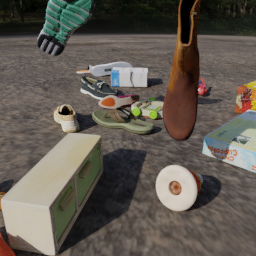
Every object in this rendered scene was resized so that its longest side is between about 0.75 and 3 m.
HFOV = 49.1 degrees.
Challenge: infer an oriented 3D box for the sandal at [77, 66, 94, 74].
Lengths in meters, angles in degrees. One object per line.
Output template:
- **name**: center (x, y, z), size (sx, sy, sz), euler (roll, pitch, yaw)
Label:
- **sandal**: center (-2.332, -3.471, 16.560), size (1.420, 0.407, 0.544), euler (-10, 25, -22)

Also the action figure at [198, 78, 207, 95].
- **action figure**: center (3.069, -1.983, 12.816), size (0.832, 0.657, 2.542), euler (2, 25, -2)

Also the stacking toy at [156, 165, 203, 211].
- **stacking toy**: center (1.156, 1.107, 5.481), size (0.833, 0.833, 1.141), euler (18, 10, 37)

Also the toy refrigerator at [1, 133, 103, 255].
- **toy refrigerator**: center (-1.151, 1.009, 5.163), size (0.862, 0.935, 2.463), euler (5, 23, 12)

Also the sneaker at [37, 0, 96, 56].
- **sneaker**: center (-1.510, -2.869, 6.840), size (0.924, 2.482, 1.086), euler (28, 55, -27)

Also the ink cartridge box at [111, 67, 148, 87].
- **ink cartridge box**: center (0.094, -2.527, 13.858), size (1.759, 0.741, 1.272), euler (1, 23, 3)

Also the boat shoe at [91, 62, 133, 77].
- **boat shoe**: center (-0.894, -3.328, 15.856), size (2.325, 0.813, 0.770), euler (-8, 25, -1)

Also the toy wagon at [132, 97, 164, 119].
- **toy wagon**: center (1.071, -0.664, 9.909), size (1.863, 0.369, 1.445), euler (13, 26, 26)

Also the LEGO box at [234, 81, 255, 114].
- **LEGO box**: center (5.353, -1.077, 10.086), size (2.515, 0.970, 1.873), euler (-19, 29, -38)

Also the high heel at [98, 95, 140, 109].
- **high heel**: center (-0.338, -0.976, 10.757), size (1.598, 0.539, 0.768), euler (-5, -3, -5)

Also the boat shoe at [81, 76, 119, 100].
- **boat shoe**: center (-1.281, -1.731, 12.013), size (2.319, 0.700, 0.877), euler (19, 29, 38)

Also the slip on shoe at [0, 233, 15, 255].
- **slip on shoe**: center (-1.884, 1.787, 3.863), size (1.659, 0.508, 0.614), euler (23, 30, 40)

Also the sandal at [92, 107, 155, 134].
- **sandal**: center (-0.136, -0.333, 8.780), size (2.153, 0.614, 0.855), euler (13, 26, 27)

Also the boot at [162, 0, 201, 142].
- **boot**: center (0.984, -0.875, 4.634), size (0.688, 1.893, 2.011), euler (13, -13, 10)

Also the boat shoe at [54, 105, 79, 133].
- **boat shoe**: center (-1.987, -0.449, 9.034), size (0.674, 0.633, 1.829), euler (-11, 25, -25)

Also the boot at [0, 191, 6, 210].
- **boot**: center (-2.595, 1.243, 5.353), size (0.718, 0.355, 0.925), euler (-1, 22, -3)

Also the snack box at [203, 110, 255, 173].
- **snack box**: center (3.461, 0.252, 7.472), size (1.676, 0.535, 2.885), euler (20, 30, 39)
